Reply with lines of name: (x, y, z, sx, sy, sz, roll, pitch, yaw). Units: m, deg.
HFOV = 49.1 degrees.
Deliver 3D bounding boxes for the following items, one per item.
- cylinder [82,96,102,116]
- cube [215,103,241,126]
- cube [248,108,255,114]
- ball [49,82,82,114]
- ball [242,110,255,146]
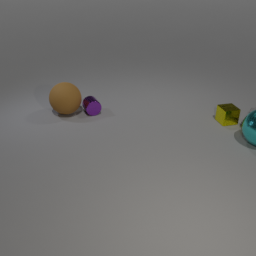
cylinder: (-1.619, -0.999, 12.524, 0.700, 0.700, 0.700, -12, 31, -21)
cube: (4.174, -0.565, 11.751, 0.700, 0.700, 0.700, -6, 30, -11)
cube: (5.125, -0.329, 11.130, 0.700, 0.700, 0.700, 18, 24, 24)
ball: (-2.744, -1.304, 12.289, 1.400, 1.400, 1.400, 0, 29, 0)
ball: (4.839, -0.009, 10.039, 1.400, 1.400, 1.400, 0, 29, 0)
